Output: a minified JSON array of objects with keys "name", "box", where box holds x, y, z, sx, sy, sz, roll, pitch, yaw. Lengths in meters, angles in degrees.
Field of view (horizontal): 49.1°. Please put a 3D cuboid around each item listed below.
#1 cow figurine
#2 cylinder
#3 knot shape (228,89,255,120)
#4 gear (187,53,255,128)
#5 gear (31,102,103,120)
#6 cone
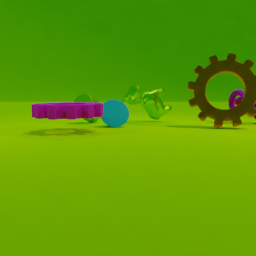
[{"name":"cow figurine","box":[0.664,-0.919,10.332,1.573,1.598,0.877,-30,12,-16]},{"name":"cylinder","box":[-1.389,-0.677,9.801,0.811,0.811,0.811,2,-14,23]},{"name":"knot shape","box":[4.058,-0.831,9.706,1.436,0.664,1.344,42,-8,-37]},{"name":"gear","box":[2.777,-1.055,8.042,2.073,2.073,0.383,2,0,16]},{"name":"gear","box":[-1.515,-0.461,7.130,1.755,0.325,1.755,0,8,0]},{"name":"cone","box":[-0.494,-0.309,8.851,0.896,0.896,0.899,-1,-18,-13]}]
